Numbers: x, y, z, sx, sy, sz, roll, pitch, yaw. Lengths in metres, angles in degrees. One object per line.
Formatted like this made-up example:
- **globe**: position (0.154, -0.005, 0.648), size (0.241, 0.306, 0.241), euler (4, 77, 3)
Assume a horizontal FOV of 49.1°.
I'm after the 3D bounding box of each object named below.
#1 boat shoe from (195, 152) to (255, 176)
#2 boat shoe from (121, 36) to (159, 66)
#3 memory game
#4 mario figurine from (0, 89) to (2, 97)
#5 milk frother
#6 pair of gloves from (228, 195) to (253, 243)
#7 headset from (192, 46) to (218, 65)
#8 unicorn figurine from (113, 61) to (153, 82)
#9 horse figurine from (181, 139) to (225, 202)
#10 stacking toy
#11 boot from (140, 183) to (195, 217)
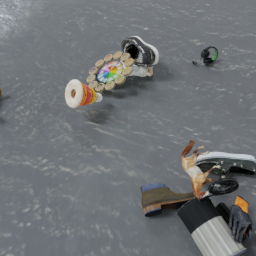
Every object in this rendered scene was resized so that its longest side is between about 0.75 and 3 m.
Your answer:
- **boat shoe**: position (3.498, 1.355, 10.122), size (2.398, 0.823, 0.679), euler (1, 52, -2)
- **boat shoe**: position (0.326, -3.744, 13.636), size (0.890, 1.090, 2.950), euler (-14, 38, -27)
- **memory game**: position (-0.852, -2.661, 13.058), size (2.504, 0.160, 2.504), euler (-16, 50, 20)
- **mario figurine**: position (-6.382, -1.117, 11.753), size (1.427, 1.225, 2.311), euler (-15, 35, 32)
- **milk frother**: position (2.760, 2.735, 8.259), size (1.824, 2.021, 1.901), euler (-20, 55, -18)
- **pair of gloves**: position (3.803, 3.150, 8.355), size (2.030, 0.251, 1.808), euler (45, 38, 2)
- **headset**: position (3.883, -3.569, 14.096), size (1.320, 0.815, 0.620), euler (-33, 32, -3)
- **unicorn figurine**: position (0.122, -2.740, 13.313), size (2.256, 0.833, 1.550), euler (-6, 44, 2)
- **horse figurine**: position (2.210, 1.257, 8.819), size (1.166, 0.439, 1.760), euler (-29, 71, -5)
- **stacking toy**: position (-1.704, -1.365, 11.622), size (1.565, 1.144, 1.144), euler (0, 41, -46)
- **boot**: position (1.423, 2.212, 9.459), size (2.085, 0.779, 1.011), euler (-13, 55, -7)
